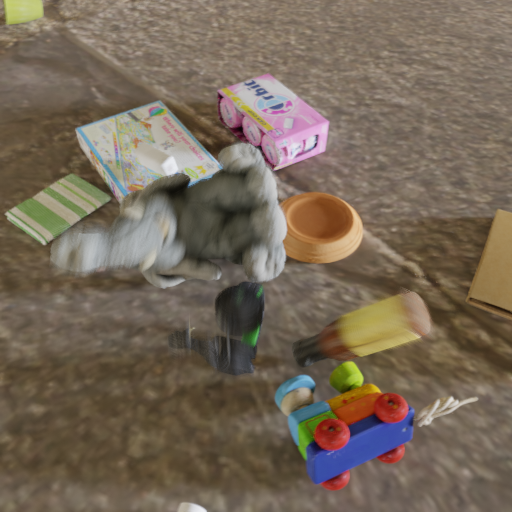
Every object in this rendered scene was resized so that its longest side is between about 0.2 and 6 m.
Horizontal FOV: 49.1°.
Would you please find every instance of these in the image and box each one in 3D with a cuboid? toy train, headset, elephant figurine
[{"bbox_3d":[1.575,2.006,7.733,2.458,1.041,1.422,-19,37,-17],"label":"toy train"},{"bbox_3d":[-0.427,1.053,7.925,0.991,1.303,2.110,11,9,13],"label":"headset"},{"bbox_3d":[-1.294,-0.456,8.851,3.231,2.507,2.286,-15,52,-6],"label":"elephant figurine"}]

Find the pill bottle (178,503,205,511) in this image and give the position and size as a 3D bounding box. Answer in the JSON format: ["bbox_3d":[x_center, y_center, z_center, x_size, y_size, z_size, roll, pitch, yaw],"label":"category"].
[{"bbox_3d":[-0.895,3.436,6.698,0.463,0.463,0.833,12,48,10],"label":"pill bottle"}]

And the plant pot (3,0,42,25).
[{"bbox_3d":[-6.633,-7.055,15.948,0.981,0.918,0.918,-8,47,-25],"label":"plant pot"}]

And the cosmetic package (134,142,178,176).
[{"bbox_3d":[-1.915,-1.832,10.712,0.804,0.409,0.298,31,68,27],"label":"cosmetic package"}]

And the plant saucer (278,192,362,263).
[{"bbox_3d":[1.110,-0.611,10.431,1.759,0.329,1.759,0,47,0],"label":"plant saucer"}]

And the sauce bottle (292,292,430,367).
[{"bbox_3d":[1.433,1.108,7.993,2.007,0.663,0.663,-23,41,29],"label":"sauce bottle"}]

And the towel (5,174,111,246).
[{"bbox_3d":[-3.815,-0.936,10.829,1.224,0.188,1.604,31,54,24],"label":"towel"}]

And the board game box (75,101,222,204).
[{"bbox_3d":[-2.196,-2.002,11.550,2.011,0.512,2.991,-25,53,-20],"label":"board game box"}]

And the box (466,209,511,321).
[{"bbox_3d":[4.887,0.268,9.683,1.952,0.254,2.388,20,52,18],"label":"box"}]

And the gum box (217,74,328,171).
[{"bbox_3d":[0.351,-2.908,12.161,1.365,0.795,2.405,-26,53,-23],"label":"gum box"}]
